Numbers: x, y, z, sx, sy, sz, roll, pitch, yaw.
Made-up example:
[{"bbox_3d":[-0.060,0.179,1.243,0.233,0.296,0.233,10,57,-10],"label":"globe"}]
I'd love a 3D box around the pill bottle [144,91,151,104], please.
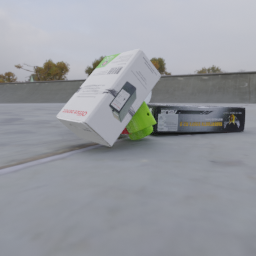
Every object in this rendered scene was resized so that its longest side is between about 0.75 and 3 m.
[{"bbox_3d":[-0.532,-1.066,10.274,1.505,1.505,2.834,-4,-8,-33],"label":"pill bottle"}]

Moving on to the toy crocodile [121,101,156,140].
[{"bbox_3d":[-0.320,-0.261,6.530,0.895,0.978,2.898,-33,23,-26],"label":"toy crocodile"}]

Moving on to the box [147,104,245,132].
[{"bbox_3d":[1.479,-0.335,8.076,2.830,0.684,2.241,0,6,-23],"label":"box"}]

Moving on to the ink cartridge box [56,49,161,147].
[{"bbox_3d":[-0.384,-0.585,5.306,0.719,1.710,1.244,46,-20,-30],"label":"ink cartridge box"}]
